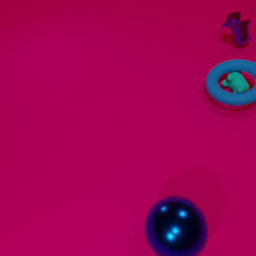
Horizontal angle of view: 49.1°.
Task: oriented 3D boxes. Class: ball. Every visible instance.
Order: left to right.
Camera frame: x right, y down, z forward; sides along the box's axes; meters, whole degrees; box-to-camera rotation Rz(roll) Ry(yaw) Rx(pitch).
[{"bbox_3d":[1.022,2.159,6.015,1.357,1.357,1.357,0,53,0],"label":"ball"}]

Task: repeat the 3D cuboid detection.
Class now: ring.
[{"bbox_3d":[3.355,-1.439,8.674,1.832,0.366,1.832,-8,53,11],"label":"ring"}]

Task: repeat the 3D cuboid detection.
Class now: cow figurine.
[{"bbox_3d":[4.010,-3.581,10.241,0.715,1.303,1.282,4,30,46],"label":"cow figurine"},{"bbox_3d":[3.655,-1.636,9.330,1.138,0.635,1.156,-27,73,-30],"label":"cow figurine"}]
